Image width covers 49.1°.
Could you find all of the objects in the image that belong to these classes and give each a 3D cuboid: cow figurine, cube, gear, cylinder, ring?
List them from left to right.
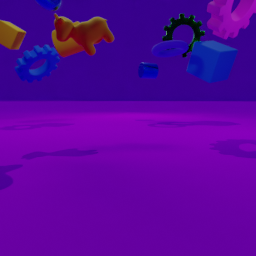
[{"bbox_3d":[-4.162,-3.249,9.839,0.713,0.713,0.713,30,15,-6],"label":"cube"},{"bbox_3d":[-3.126,-2.209,9.738,1.539,0.285,1.539,-34,-14,-10],"label":"gear"},{"bbox_3d":[-2.247,-3.471,11.013,1.089,1.089,1.089,-15,3,13],"label":"cylinder"},{"bbox_3d":[-0.902,-1.940,5.529,1.031,1.014,0.566,-34,20,0],"label":"cow figurine"},{"bbox_3d":[0.909,-2.568,12.590,0.708,0.708,0.708,0,6,-21],"label":"cylinder"},{"bbox_3d":[1.591,-2.990,10.627,1.380,0.276,1.380,-5,-2,0],"label":"ring"},{"bbox_3d":[2.285,-3.820,11.606,1.695,1.695,0.313,1,23,7],"label":"gear"},{"bbox_3d":[3.376,-2.699,11.322,1.270,1.270,1.270,-16,40,-36],"label":"cube"},{"bbox_3d":[2.598,-3.055,6.586,1.833,1.833,0.339,-6,37,-46],"label":"gear"}]

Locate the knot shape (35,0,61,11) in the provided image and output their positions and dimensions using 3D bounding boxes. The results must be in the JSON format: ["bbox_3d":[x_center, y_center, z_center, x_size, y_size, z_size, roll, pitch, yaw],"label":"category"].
[{"bbox_3d":[-1.338,-2.693,4.517,0.601,1.300,1.217,0,-38,-22],"label":"knot shape"}]
